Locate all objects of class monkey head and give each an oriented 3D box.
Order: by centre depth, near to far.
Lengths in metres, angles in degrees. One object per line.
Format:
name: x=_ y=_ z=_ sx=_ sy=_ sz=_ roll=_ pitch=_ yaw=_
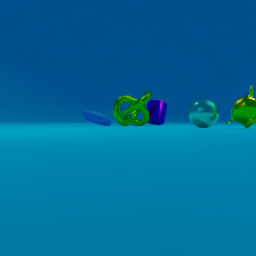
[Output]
monkey head: x=3.311 y=-0.497 z=7.756 sx=0.778 sy=1.291 sz=0.928 roll=40 pitch=30 yaw=25

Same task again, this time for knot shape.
knot shape: x=0.138 y=-0.749 z=11.677 sx=1.807 sy=1.931 sz=0.892 roll=-9 pitch=47 yaw=-37

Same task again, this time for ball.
ball: x=2.241 y=-0.443 z=8.298 sx=0.883 sy=0.883 sz=0.883 roll=0 pitch=1 yaw=0

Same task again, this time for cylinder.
cylinder: x=1.272 y=-0.700 z=12.740 sx=0.928 sy=0.928 sz=0.928 roll=9 pitch=-16 yaw=3

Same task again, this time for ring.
ring: x=-1.459 y=-0.448 z=13.056 sx=1.478 sy=0.296 sz=1.478 roll=16 pitch=-11 yaw=3
